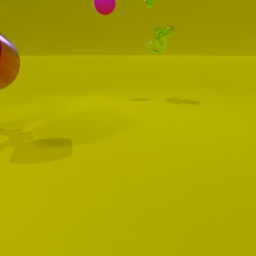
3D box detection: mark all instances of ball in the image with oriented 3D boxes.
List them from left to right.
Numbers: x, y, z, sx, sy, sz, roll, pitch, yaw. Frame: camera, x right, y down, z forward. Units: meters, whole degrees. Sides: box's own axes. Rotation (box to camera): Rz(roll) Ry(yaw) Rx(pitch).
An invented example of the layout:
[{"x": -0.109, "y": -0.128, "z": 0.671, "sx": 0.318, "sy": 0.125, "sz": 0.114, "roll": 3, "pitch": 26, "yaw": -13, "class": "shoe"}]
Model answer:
[{"x": -0.773, "y": -4.148, "z": 9.315, "sx": 0.734, "sy": 0.734, "sz": 0.734, "roll": 0, "pitch": 16, "yaw": 0, "class": "ball"}]

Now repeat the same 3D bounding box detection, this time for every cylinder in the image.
[{"x": -2.471, "y": -1.189, "z": 4.628, "sx": 1.069, "sy": 1.069, "sz": 1.069, "roll": -2, "pitch": 2, "yaw": -6, "class": "cylinder"}]

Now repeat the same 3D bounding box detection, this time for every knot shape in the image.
[{"x": 1.164, "y": -3.085, "z": 9.572, "sx": 0.538, "sy": 1.090, "sz": 1.165, "roll": 37, "pitch": -10, "yaw": 10, "class": "knot shape"}]

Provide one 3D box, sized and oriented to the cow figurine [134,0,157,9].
[{"x": 0.671, "y": -4.415, "z": 8.769, "sx": 1.432, "sy": 1.409, "sz": 0.786, "roll": -18, "pitch": -36, "yaw": 24, "class": "cow figurine"}]
